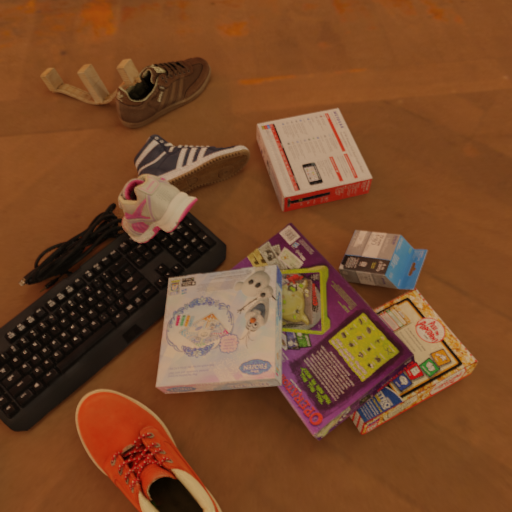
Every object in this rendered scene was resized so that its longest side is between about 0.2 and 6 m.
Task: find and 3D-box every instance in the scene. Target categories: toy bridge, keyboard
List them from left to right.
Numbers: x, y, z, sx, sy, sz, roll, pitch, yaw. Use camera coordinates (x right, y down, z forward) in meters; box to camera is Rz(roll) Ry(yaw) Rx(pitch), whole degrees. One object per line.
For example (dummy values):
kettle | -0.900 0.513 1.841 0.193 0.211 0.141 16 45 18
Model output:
keyboard | -3.199 0.568 10.631 2.700 1.028 5.188 38 64 21
toy bridge | -3.881 -4.120 13.466 2.817 0.947 0.383 6 52 28

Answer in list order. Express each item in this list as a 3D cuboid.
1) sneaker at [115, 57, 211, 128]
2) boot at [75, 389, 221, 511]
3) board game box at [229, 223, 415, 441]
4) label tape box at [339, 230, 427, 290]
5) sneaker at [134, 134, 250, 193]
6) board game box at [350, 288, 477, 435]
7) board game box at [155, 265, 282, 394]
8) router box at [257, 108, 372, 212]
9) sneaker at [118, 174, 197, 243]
sneaker | -2.172 -4.177 13.531 0.992 1.064 2.817 36 65 20
boot | -1.679 3.119 8.507 3.231 1.732 1.212 40 68 19
board game box | 0.838 1.182 9.952 2.103 0.566 3.503 -35 56 -5
label tape box | 2.477 0.067 10.950 1.435 0.474 1.028 7 54 34
sneaker | -1.485 -2.183 12.405 2.504 0.878 1.359 -24 63 -11
board game box | 2.398 1.816 10.004 2.343 0.543 1.775 -24 56 -13
board game box | -0.607 1.276 9.812 2.117 0.459 2.107 -7 57 15
router box | 1.249 -2.194 12.594 2.008 0.547 2.238 -12 59 -8
sneaker | -2.030 -0.979 10.383 1.057 2.395 0.974 43 62 -19
